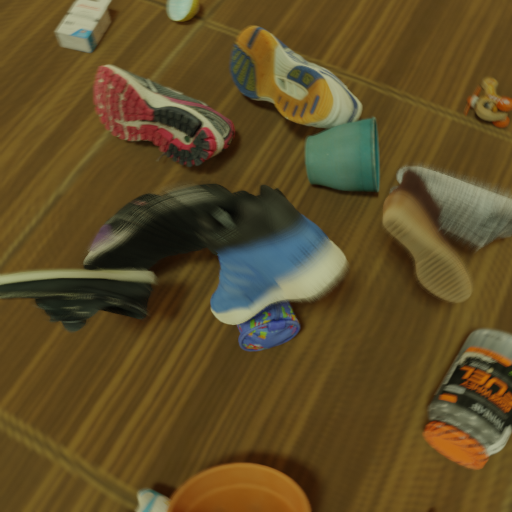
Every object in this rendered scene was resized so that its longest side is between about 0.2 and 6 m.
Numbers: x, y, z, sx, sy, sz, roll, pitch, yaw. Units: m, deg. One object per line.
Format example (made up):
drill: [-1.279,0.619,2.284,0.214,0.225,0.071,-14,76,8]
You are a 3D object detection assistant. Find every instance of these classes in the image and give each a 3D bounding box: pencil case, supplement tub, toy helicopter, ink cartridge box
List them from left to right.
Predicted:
ink cartridge box: [-3.563,-4.889,11.760,0.706,0.413,1.216,16,64,8]
pencil case: [-0.097,0.234,8.797,0.950,1.057,2.434,-9,64,-18]
supplement tub: [3.150,1.999,7.881,1.075,1.075,1.755,32,67,15]
toy helicopter: [4.489,-3.049,10.887,0.815,0.486,1.232,5,52,13]

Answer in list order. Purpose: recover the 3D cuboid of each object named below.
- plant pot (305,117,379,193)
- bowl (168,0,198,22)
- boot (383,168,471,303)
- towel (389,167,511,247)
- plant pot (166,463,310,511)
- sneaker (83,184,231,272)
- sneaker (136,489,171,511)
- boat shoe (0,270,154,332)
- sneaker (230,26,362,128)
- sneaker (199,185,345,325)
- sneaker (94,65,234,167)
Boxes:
plant pot: [1.500,-1.699,9.757,1.193,1.270,1.270,-3,62,16]
bowl: [-1.483,-5.349,11.953,0.410,0.761,0.761,0,52,-50]
boot: [2.405,-0.323,7.545,1.652,0.598,1.374,48,42,-9]
towel: [3.209,-0.793,8.902,1.812,1.500,0.775,30,109,34]
plant pot: [-0.205,3.565,6.754,1.716,1.201,1.716,-1,20,0]
sneaker: [-1.528,-0.623,8.555,2.803,1.062,1.227,-23,44,28]
sneaker: [-1.783,4.000,7.093,0.849,0.804,2.102,32,61,24]
boat shoe: [-2.220,0.561,7.031,0.864,2.312,0.767,-2,87,30]
sneaker: [0.683,-3.266,10.678,1.403,1.199,3.184,4,38,-42]
sneaker: [-0.171,-0.036,7.054,1.467,2.638,1.012,49,61,-9]
sneaker: [-1.788,-2.583,10.315,2.959,1.193,1.105,33,39,16]
